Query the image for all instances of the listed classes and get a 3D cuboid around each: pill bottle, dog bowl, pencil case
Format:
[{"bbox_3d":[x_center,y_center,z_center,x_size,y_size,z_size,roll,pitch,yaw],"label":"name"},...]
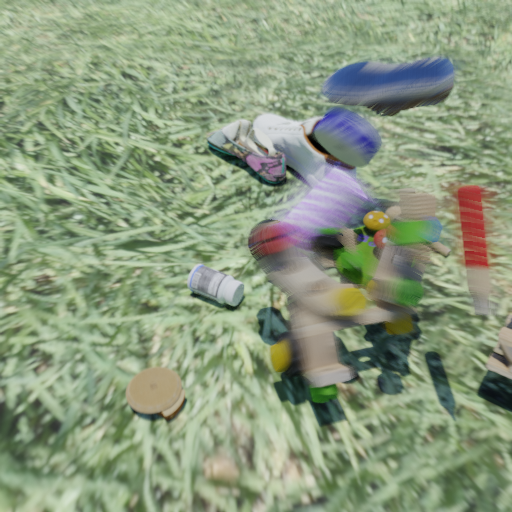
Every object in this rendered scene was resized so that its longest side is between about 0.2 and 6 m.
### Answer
[{"bbox_3d":[-0.656,0.492,9.204,0.851,0.484,0.484,20,45,21],"label":"pill bottle"},{"bbox_3d":[1.631,-2.105,10.012,1.161,1.161,0.457,32,82,31],"label":"dog bowl"},{"bbox_3d":[0.985,-0.595,9.372,0.811,1.933,0.826,42,16,-4],"label":"pencil case"}]

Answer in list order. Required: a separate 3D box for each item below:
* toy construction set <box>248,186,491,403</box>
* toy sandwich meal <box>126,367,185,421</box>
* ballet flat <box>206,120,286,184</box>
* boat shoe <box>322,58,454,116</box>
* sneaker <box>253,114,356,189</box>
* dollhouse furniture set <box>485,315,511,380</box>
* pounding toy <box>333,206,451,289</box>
[{"bbox_3d":[1.510,0.624,7.333,2.694,2.482,3.231,-1,-7,-35],"label":"toy construction set"},{"bbox_3d":[-1.380,1.909,7.780,0.856,0.293,0.856,-2,39,2],"label":"toy sandwich meal"},{"bbox_3d":[-0.178,-2.435,12.205,0.833,0.858,2.410,-17,42,-39],"label":"ballet flat"},{"bbox_3d":[2.209,-2.745,9.481,2.144,0.776,0.775,5,65,23],"label":"boat shoe"},{"bbox_3d":[1.078,-2.554,11.937,1.175,1.366,3.227,-21,46,-28],"label":"sneaker"},{"bbox_3d":[4.668,0.530,7.829,1.737,2.452,2.669,22,16,25],"label":"dollhouse furniture set"},{"bbox_3d":[2.317,-0.330,9.798,1.988,0.922,1.534,-27,48,-27],"label":"pounding toy"}]
